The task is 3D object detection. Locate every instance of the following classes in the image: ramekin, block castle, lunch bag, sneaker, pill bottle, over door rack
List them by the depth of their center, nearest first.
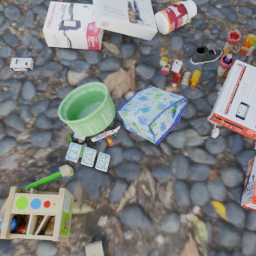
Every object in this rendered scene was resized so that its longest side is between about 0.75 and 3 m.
[{"bbox_3d":[0.894,-0.602,9.794,1.636,1.226,1.925,27,66,38],"label":"lunch bag"},{"bbox_3d":[-1.368,-0.624,9.813,1.915,0.936,1.915,-16,44,16],"label":"ramekin"},{"bbox_3d":[4.129,-0.328,10.612,1.777,0.801,2.406,16,57,6],"label":"over door rack"},{"bbox_3d":[5.239,-2.797,11.422,2.800,1.313,1.871,19,69,8],"label":"block castle"},{"bbox_3d":[3.425,-3.193,11.903,1.466,0.727,0.518,-18,67,-8],"label":"sneaker"},{"bbox_3d":[2.144,-5.000,12.505,1.757,0.992,0.992,-32,71,-13],"label":"pill bottle"}]

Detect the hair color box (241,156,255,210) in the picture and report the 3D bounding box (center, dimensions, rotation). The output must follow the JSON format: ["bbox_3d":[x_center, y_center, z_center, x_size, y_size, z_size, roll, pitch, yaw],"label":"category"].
[{"bbox_3d":[4.471,1.871,9.688,0.550,0.955,1.721,18,68,7],"label":"hair color box"}]

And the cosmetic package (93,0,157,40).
[{"bbox_3d":[-0.148,-5.045,12.107,2.677,0.692,2.019,4,63,-28],"label":"cosmetic package"}]

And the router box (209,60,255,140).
[{"bbox_3d":[4.564,-0.975,10.322,2.310,0.629,2.574,26,69,9],"label":"router box"}]

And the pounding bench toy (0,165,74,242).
[{"bbox_3d":[-2.880,2.368,9.178,1.906,1.518,2.444,3,68,2],"label":"pounding bench toy"}]

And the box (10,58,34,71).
[{"bbox_3d":[-4.525,-2.712,11.955,0.872,0.262,0.508,0,68,-1],"label":"box"}]

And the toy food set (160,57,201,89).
[{"bbox_3d":[1.990,-2.155,11.389,1.706,0.814,0.767,23,69,-5],"label":"toy food set"}]

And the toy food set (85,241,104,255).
[{"bbox_3d":[-1.066,4.155,9.168,0.550,0.232,0.767,-12,76,-5],"label":"toy food set"}]

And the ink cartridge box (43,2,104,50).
[{"bbox_3d":[-2.310,-4.464,12.255,2.381,1.004,1.724,5,66,1],"label":"ink cartridge box"}]

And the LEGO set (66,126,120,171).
[{"bbox_3d":[-1.221,0.389,10.287,1.551,0.509,2.076,20,58,-10],"label":"LEGO set"}]

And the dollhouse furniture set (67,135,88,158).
[{"bbox_3d":[-1.844,0.633,10.472,0.582,0.446,0.888,-22,70,-9],"label":"dollhouse furniture set"}]
